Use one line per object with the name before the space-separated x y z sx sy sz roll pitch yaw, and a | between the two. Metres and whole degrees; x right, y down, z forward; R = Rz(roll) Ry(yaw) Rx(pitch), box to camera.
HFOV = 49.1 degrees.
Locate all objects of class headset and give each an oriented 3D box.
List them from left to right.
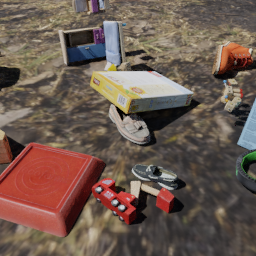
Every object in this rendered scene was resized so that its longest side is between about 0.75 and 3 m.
headset | 3.160 0.995 5.394 2.036 0.956 1.257 7 31 33

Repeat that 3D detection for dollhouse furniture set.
dollhouse furniture set | -1.139 -2.977 9.049 1.681 2.432 2.576 -15 28 -19

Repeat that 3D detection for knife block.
knife block | -3.885 0.474 5.919 2.190 0.701 1.922 24 44 28

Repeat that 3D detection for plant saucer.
plant saucer | -1.653 1.000 5.520 1.898 0.349 1.902 11 38 14

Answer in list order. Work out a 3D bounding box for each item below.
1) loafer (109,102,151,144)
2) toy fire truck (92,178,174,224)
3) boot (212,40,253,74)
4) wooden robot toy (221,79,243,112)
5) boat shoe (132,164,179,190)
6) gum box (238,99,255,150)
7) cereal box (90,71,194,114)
loafer | -0.014 -0.210 6.948 0.593 0.518 1.648 -19 39 -24
toy fire truck | 0.079 1.261 5.185 1.314 0.320 0.926 29 45 34
boot | 3.641 -2.384 9.649 1.215 0.850 2.265 23 41 19
wooden robot toy | 2.643 -0.761 7.263 0.496 0.511 1.126 14 50 0
boat shoe | 0.551 0.905 5.670 1.004 0.303 0.379 16 40 20
gum box | 3.467 -1.040 6.312 0.581 2.606 2.214 27 45 26
cereal box | 0.409 -1.059 7.671 2.365 0.467 1.702 -9 35 -39
